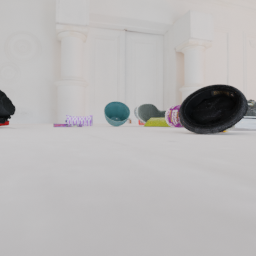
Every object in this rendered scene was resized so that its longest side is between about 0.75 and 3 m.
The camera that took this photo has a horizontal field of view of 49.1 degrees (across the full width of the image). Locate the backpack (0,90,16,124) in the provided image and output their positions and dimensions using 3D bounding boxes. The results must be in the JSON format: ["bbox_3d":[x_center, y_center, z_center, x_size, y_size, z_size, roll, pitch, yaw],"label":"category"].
[{"bbox_3d":[-4.598,-0.614,9.436,1.417,1.182,0.897,-25,18,22],"label":"backpack"}]

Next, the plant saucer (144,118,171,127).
[{"bbox_3d":[1.903,-0.271,13.131,1.761,0.422,1.758,0,1,37],"label":"plant saucer"}]

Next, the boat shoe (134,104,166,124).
[{"bbox_3d":[1.185,-0.581,14.500,0.957,1.099,2.983,-7,-7,36],"label":"boat shoe"}]

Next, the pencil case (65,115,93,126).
[{"bbox_3d":[-2.518,-0.387,14.557,1.416,0.605,0.594,1,1,-6],"label":"pencil case"}]

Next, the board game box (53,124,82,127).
[{"bbox_3d":[-2.656,-0.119,12.329,1.201,0.194,0.721,0,5,-17],"label":"board game box"}]

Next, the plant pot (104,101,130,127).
[{"bbox_3d":[-0.552,-0.540,13.245,1.220,1.220,0.821,0,-36,-10],"label":"plant pot"}]

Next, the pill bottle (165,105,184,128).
[{"bbox_3d":[2.199,-0.452,10.631,0.885,0.885,1.577,-1,1,-30],"label":"pill bottle"}]

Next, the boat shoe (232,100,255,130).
[{"bbox_3d":[3.621,-0.433,7.035,2.770,0.982,0.998,0,1,3],"label":"boat shoe"}]

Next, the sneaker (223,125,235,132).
[{"bbox_3d":[1.694,-0.070,5.472,0.875,0.328,0.394,-2,-4,-31],"label":"sneaker"}]

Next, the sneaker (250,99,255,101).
[{"bbox_3d":[4.689,-0.565,10.753,1.086,1.142,2.880,1,2,-31],"label":"sneaker"}]

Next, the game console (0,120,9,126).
[{"bbox_3d":[-5.462,-0.158,10.856,1.384,0.215,1.224,0,5,31],"label":"game console"}]

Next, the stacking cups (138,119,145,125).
[{"bbox_3d":[1.647,-0.371,17.602,1.969,0.596,0.596,-5,2,-6],"label":"stacking cups"}]

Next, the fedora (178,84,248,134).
[{"bbox_3d":[1.523,-0.232,4.995,1.171,1.171,0.535,1,-34,27],"label":"fedora"}]
